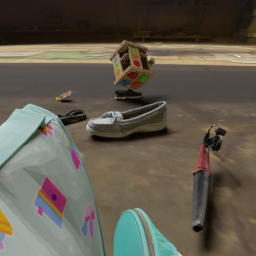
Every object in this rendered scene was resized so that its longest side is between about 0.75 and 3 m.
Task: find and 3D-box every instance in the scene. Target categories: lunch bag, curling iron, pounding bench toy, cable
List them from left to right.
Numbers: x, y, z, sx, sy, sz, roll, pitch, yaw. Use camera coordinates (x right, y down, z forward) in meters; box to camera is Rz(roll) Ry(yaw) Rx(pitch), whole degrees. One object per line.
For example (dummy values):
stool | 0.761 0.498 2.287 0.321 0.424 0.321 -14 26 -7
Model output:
lunch bag | -0.931 1.275 2.008 1.538 2.523 2.149 2 22 4
cable | -2.282 -0.392 9.211 2.279 0.574 1.107 -14 25 -33
pounding bench toy | 0.476 -2.586 12.390 2.085 1.626 1.295 5 -28 -35
curling iron | 1.462 0.787 5.328 0.369 0.715 2.886 25 36 9

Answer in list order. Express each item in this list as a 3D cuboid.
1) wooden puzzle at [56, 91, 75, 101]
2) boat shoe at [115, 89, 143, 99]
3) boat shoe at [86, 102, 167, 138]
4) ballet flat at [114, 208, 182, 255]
wooden puzzle | -2.728 -1.419 12.122 0.911 0.107 0.615 -28 27 -2
boat shoe | 0.036 -1.551 12.514 1.360 0.410 0.502 -7 16 -20
boat shoe | 0.004 -0.286 8.557 2.596 0.832 0.957 -6 21 -16
ballet flat | 0.431 1.936 2.878 0.966 0.924 2.744 21 17 -14
